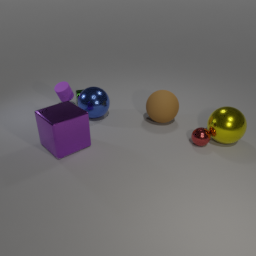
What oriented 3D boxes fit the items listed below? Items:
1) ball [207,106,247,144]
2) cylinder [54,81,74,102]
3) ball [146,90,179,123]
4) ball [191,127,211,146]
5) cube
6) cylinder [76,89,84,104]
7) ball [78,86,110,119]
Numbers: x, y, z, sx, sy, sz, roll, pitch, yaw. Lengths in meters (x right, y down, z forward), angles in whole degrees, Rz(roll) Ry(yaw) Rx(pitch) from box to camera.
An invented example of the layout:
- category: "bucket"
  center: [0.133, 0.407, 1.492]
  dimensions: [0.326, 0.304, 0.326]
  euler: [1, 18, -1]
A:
- category: "ball"
  center: [3.668, -0.108, 10.419]
  dimensions: [1.400, 1.400, 1.400]
  euler: [0, 29, 0]
- category: "cylinder"
  center: [-2.965, -1.681, 13.032]
  dimensions: [0.700, 0.700, 0.700]
  euler: [-8, 50, 10]
- category: "ball"
  center: [1.458, -0.915, 11.878]
  dimensions: [1.400, 1.400, 1.400]
  euler: [0, 29, 0]
- category: "ball"
  center: [2.701, 0.323, 10.370]
  dimensions: [0.700, 0.700, 0.700]
  euler: [0, 29, 0]
- category: "cube"
  center: [-2.330, 0.021, 10.129]
  dimensions: [1.400, 1.400, 1.400]
  euler: [-24, 37, -34]
- category: "cylinder"
  center: [-2.164, -1.536, 13.699]
  dimensions: [0.700, 0.700, 0.700]
  euler: [-9, 30, -15]
- category: "ball"
  center: [-1.493, -1.108, 12.231]
  dimensions: [1.400, 1.400, 1.400]
  euler: [0, 29, 0]
